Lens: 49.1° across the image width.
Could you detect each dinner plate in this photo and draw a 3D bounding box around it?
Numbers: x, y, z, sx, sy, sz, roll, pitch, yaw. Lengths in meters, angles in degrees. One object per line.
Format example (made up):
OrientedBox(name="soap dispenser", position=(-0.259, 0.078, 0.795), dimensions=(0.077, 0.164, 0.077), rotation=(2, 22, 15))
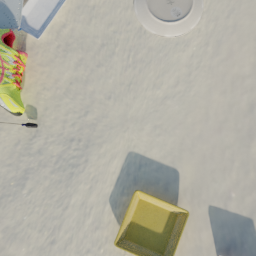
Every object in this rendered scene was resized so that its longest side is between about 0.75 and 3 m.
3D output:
OrientedBox(name="dinner plate", position=(1.307, -3.977, 8.906), dimensions=(2.262, 0.274, 2.262), rotation=(0, 83, 0))

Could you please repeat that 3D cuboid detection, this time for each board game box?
OrientedBox(name="board game box", position=(-4.072, -3.804, 8.776), dimensions=(1.683, 0.218, 1.683), rotation=(1, 78, 5))

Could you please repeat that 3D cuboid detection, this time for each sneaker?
OrientedBox(name="sneaker", position=(-3.466, -1.723, 8.139), dimensions=(1.288, 1.115, 2.852), rotation=(-23, 82, -6))

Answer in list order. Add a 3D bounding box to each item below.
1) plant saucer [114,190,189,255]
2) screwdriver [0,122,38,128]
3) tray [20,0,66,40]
OrientedBox(name="plant saucer", position=(0.654, 2.766, 7.814), dimensions=(1.644, 0.398, 1.643), rotation=(22, 83, 3))
OrientedBox(name="screwdriver", position=(-3.234, -0.108, 8.285), dimensions=(1.117, 0.162, 0.156), rotation=(5, 82, 0))
OrientedBox(name="tray", position=(-2.696, -3.771, 8.884), dimensions=(1.034, 0.213, 1.925), rotation=(32, 83, 5))
